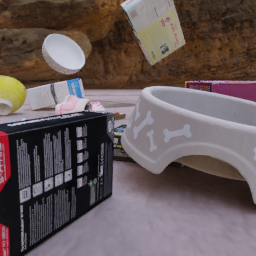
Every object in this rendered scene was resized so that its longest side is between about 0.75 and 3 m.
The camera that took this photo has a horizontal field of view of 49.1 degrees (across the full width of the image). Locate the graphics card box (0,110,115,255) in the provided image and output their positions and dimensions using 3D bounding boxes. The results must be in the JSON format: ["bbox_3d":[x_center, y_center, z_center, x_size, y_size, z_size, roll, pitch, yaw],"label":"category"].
[{"bbox_3d":[-0.754,0.441,2.832,0.449,1.108,1.766,7,13,28],"label":"graphics card box"}]

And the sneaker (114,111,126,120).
[{"bbox_3d":[-0.487,-0.481,10.766,0.459,0.290,0.815,11,7,33],"label":"sneaker"}]

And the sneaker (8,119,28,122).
[{"bbox_3d":[-3.427,-0.126,8.614,0.514,0.313,0.787,2,9,3],"label":"sneaker"}]

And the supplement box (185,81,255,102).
[{"bbox_3d":[3.180,-0.872,9.531,1.846,1.455,2.820,-1,10,-4],"label":"supplement box"}]

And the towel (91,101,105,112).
[{"bbox_3d":[-2.179,-0.988,13.491,1.907,0.390,2.606,-3,10,-10],"label":"towel"}]

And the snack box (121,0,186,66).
[{"bbox_3d":[0.947,-3.434,9.440,1.498,0.478,2.579,-32,-36,5],"label":"snack box"}]

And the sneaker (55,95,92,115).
[{"bbox_3d":[-1.876,-0.739,10.589,1.204,0.867,2.303,-2,15,2],"label":"sneaker"}]

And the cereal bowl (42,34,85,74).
[{"bbox_3d":[-2.605,-2.801,11.044,1.726,1.726,0.719,-10,-22,-46],"label":"cereal bowl"}]

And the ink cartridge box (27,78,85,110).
[{"bbox_3d":[-3.654,-1.768,14.531,2.612,1.101,1.907,-12,10,-4],"label":"ink cartridge box"}]

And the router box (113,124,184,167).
[{"bbox_3d":[0.406,0.293,5.529,1.604,0.498,1.202,3,10,19],"label":"router box"}]

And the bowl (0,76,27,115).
[{"bbox_3d":[-5.302,-1.158,11.857,1.907,1.907,1.026,-3,51,-17],"label":"bowl"}]

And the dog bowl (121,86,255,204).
[{"bbox_3d":[1.387,0.040,4.292,2.905,0.852,2.905,9,17,-3],"label":"dog bowl"}]
